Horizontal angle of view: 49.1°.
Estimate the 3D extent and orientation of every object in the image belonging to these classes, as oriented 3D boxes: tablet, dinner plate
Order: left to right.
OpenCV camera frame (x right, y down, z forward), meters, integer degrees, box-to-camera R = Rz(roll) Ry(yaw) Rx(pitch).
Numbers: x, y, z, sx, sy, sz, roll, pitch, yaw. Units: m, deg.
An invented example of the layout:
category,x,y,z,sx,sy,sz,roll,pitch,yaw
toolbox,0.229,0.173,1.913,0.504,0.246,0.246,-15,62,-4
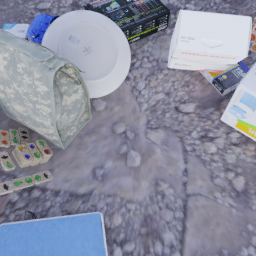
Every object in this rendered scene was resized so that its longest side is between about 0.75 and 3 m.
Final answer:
category,x,y,z,sx,sy,sz,roll,pitch,yaw
tablet,-1.710,2.832,6.387,2.464,0.168,1.604,-3,53,-13
dinner plate,-1.242,-2.360,8.770,2.838,0.344,2.838,1,84,-15

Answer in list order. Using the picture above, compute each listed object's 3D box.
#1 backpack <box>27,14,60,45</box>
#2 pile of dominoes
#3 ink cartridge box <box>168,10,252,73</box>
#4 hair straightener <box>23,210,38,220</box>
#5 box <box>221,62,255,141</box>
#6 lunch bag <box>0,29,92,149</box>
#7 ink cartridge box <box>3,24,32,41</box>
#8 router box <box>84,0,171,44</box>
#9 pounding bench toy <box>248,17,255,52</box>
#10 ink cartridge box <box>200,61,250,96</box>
category,x,y,z,sx,sy,sz,roll,pitch,yaw
backpack,-2.506,-2.992,9.319,1.618,1.315,1.358,21,65,11
pile of dominoes,-3.066,0.676,6.913,2.407,0.383,1.876,-9,54,-53
ink cartridge box,2.128,-2.296,7.834,1.787,2.440,1.010,7,92,4
hair straightener,-2.273,2.576,6.738,0.494,0.263,1.283,-28,68,-15
box,4.376,-0.346,7.559,2.982,1.677,1.511,35,63,20
lunch bag,-2.343,-1.171,7.339,2.356,2.873,1.689,28,60,16
ink cartridge box,-3.944,-2.877,9.699,0.903,0.520,1.559,2,60,1
router box,-0.027,-4.080,10.223,2.553,0.793,1.913,-27,64,-15
pounding bench toy,4.719,-3.099,9.698,1.204,0.748,0.939,27,64,15
ink cartridge box,3.261,-1.995,9.311,1.548,0.364,1.530,-29,64,-13
